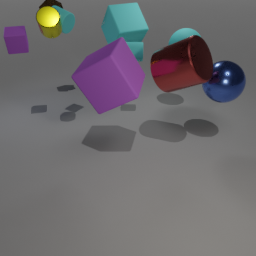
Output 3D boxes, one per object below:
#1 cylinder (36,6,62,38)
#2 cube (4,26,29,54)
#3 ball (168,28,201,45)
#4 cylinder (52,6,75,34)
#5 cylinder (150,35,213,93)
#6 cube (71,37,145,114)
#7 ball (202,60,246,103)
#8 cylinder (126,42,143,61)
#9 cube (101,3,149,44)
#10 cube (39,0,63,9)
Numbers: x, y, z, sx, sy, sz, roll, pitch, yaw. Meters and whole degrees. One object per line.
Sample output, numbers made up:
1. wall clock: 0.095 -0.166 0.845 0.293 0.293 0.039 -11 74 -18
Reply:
1. cylinder: -2.399 -3.219 8.571 0.700 0.700 0.700 -4 -8 -8
2. cube: -3.961 -3.133 9.958 0.700 0.700 0.700 -9 48 -13
3. ball: 2.371 -3.385 11.573 1.400 1.400 1.400 0 29 0
4. cylinder: -2.265 -3.643 9.421 0.700 0.700 0.700 30 37 15
5. cylinder: 1.633 -1.902 8.504 1.400 1.400 1.400 -11 16 42
6. cube: -0.507 -1.513 8.156 1.400 1.400 1.400 -21 30 27
7. ball: 3.204 -1.548 9.407 1.400 1.400 1.400 0 29 0
8. cylinder: 0.220 -2.884 10.581 0.700 0.700 0.700 2 29 3
9. cube: -0.176 -4.359 12.191 1.400 1.400 1.400 -16 77 -23
10. cube: -3.181 -4.892 11.768 0.700 0.700 0.700 -28 -15 30
